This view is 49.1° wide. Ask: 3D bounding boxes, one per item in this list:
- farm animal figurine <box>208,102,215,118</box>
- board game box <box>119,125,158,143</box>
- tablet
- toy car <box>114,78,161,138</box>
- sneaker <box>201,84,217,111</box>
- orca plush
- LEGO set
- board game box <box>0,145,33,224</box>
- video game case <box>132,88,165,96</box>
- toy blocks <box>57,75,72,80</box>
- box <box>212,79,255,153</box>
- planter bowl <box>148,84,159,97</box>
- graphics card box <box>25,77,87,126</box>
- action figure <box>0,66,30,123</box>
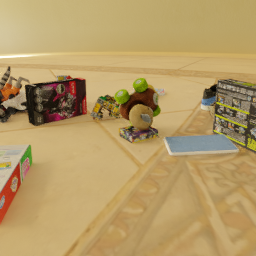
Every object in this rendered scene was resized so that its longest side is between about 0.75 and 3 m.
[{"bbox_3d":[3.983,-0.630,11.373,1.592,0.830,1.575,-22,16,-33],"label":"farm animal figurine"},{"bbox_3d":[0.356,0.160,9.713,1.083,0.307,0.895,-12,21,-31],"label":"board game box"},{"bbox_3d":[2.243,0.523,8.827,2.072,0.141,1.348,-2,20,-1],"label":"tablet"},{"bbox_3d":[0.580,-0.511,9.504,1.473,1.533,1.867,-32,38,1],"label":"toy car"},{"bbox_3d":[4.392,-1.502,13.188,2.051,1.141,0.787,-7,20,-18],"label":"sneaker"},{"bbox_3d":[-4.588,-1.289,12.803,2.720,1.431,0.967,-20,-25,12],"label":"orca plush"},{"bbox_3d":[-0.822,-0.691,11.655,1.318,0.993,1.714,26,17,-5],"label":"LEGO set"},{"bbox_3d":[-3.575,1.176,6.405,2.109,0.556,2.757,-2,19,-4],"label":"board game box"},{"bbox_3d":[1.238,-2.147,16.530,1.861,0.162,1.331,2,19,6],"label":"video game case"},{"bbox_3d":[-3.014,-1.815,13.405,1.161,1.588,2.324,-7,20,-19],"label":"toy blocks"},{"bbox_3d":[3.734,-0.414,8.873,0.538,1.947,2.430,-9,20,-21],"label":"box"},{"bbox_3d":[1.010,-2.044,15.362,1.371,0.571,1.371,-1,28,1],"label":"planter bowl"},{"bbox_3d":[-2.861,-1.143,11.504,2.529,1.587,0.643,-16,27,-40],"label":"graphics card box"},{"bbox_3d":[-5.633,-1.373,11.855,2.568,1.343,2.484,21,62,38],"label":"action figure"}]
